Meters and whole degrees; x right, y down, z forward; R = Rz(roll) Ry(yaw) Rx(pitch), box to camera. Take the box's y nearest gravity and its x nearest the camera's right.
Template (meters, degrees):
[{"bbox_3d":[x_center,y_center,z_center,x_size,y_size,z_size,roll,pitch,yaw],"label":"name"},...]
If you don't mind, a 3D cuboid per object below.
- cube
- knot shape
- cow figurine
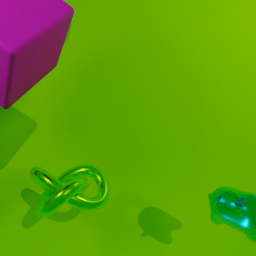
[{"bbox_3d":[-1.815,-1.369,4.078,1.324,1.324,1.324,37,52,-4],"label":"cube"},{"bbox_3d":[-1.050,1.142,5.353,1.488,1.590,0.735,1,97,-27],"label":"knot shape"},{"bbox_3d":[1.987,1.281,4.509,1.450,1.427,0.796,16,58,30],"label":"cow figurine"}]
